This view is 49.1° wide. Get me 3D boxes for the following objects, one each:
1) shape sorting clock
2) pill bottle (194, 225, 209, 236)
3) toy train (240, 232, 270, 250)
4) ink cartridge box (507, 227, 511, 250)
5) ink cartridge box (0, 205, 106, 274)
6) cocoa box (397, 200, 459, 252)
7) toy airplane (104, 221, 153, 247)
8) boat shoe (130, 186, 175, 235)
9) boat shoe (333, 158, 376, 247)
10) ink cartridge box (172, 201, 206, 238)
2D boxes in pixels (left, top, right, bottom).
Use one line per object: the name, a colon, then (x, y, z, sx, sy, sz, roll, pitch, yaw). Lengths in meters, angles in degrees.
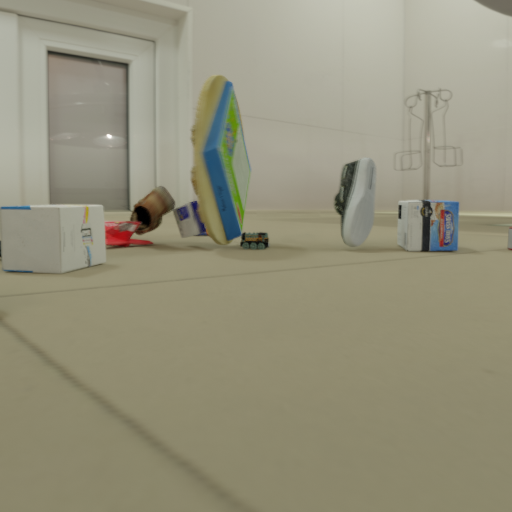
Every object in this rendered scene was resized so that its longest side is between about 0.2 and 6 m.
shape sorting clock: (-0.747, -2.016, 12.051, 0.701, 3.576, 3.576, -2, 5, 10)
pill bottle: (-1.659, -0.806, 16.090, 0.835, 0.468, 0.468, 2, 6, 17)
toy train: (-0.029, -0.318, 11.866, 0.653, 0.372, 0.278, 2, 6, 16)
ink cartridge box: (5.914, -0.331, 11.412, 1.180, 0.489, 0.860, -2, 6, -14)
ink cartridge box: (-3.106, -0.302, 8.706, 0.998, 0.981, 1.356, 1, 6, 12)
cocoa box: (3.626, -0.665, 11.910, 1.020, 1.037, 1.555, 1, 6, 7)
toy airplane: (-3.666, -0.562, 13.083, 3.234, 0.595, 3.234, 2, 4, 0)
boat shoe: (-2.511, -0.910, 12.528, 0.725, 0.765, 2.019, -43, 3, -32)
boat shoe: (2.062, -1.112, 12.012, 0.769, 2.168, 0.781, -7, -36, 38)
ink cartridge box: (-1.418, -0.784, 12.101, 0.278, 0.705, 1.418, -19, 6, -22)
